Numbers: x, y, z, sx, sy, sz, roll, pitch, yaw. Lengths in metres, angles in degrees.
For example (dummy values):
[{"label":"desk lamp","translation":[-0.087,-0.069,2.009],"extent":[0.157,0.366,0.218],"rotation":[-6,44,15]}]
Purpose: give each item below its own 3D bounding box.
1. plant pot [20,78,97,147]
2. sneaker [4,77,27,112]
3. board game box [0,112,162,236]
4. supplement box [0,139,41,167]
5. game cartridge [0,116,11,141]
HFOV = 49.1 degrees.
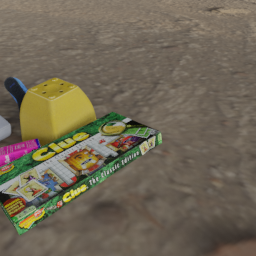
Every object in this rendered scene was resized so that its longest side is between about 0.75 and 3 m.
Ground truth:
[{"label":"plant pot","translation":[-1.633,-0.326,6.491],"extent":[1.382,1.413,1.373],"rotation":[23,41,30]},{"label":"sneaker","translation":[-2.762,-0.745,7.551],"extent":[0.469,0.558,1.424],"rotation":[-34,83,4]},{"label":"board game box","translation":[-0.916,0.555,5.042],"extent":[2.876,0.337,1.507],"rotation":[-30,33,-32]},{"label":"supplement box","translation":[-2.312,0.699,5.611],"extent":[1.190,0.602,0.615],"rotation":[-15,18,-18]},{"label":"game cartridge","translation":[-4.226,-0.166,6.592],"extent":[2.623,0.536,1.746],"rotation":[23,34,14]}]
